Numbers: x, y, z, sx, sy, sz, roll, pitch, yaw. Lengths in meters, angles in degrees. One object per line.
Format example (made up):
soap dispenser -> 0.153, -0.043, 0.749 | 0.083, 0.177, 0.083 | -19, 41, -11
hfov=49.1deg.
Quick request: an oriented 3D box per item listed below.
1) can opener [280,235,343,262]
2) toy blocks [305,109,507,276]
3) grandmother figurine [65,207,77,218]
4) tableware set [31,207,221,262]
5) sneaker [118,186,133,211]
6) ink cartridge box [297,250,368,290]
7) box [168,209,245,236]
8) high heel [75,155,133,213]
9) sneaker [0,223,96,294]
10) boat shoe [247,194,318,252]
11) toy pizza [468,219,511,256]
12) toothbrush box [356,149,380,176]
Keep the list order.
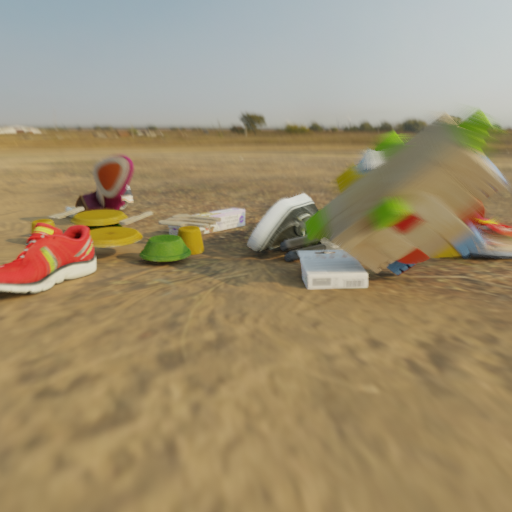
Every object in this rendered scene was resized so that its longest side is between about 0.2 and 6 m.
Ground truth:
can opener -> 1.021, -0.155, 10.477 | 1.619, 0.432, 0.541 | -13, -13, -41
toy blocks -> 2.413, -0.616, 7.989 | 1.931, 2.824, 1.411 | 31, 34, -33
grandmother figurine -> -4.567, -1.206, 14.777 | 0.681, 0.340, 1.123 | -3, 8, 30
tableware set -> -2.706, -0.361, 10.957 | 3.725, 0.572, 2.510 | 6, 17, 19
sneaker -> -4.034, -1.458, 15.544 | 1.347, 0.535, 0.528 | -21, 0, 21
ink cartridge box -> 1.162, 0.201, 8.808 | 0.926, 0.288, 1.151 | -2, 17, -4
box -> -1.075, -0.752, 12.661 | 0.431, 0.402, 2.080 | 12, 18, 40
high heel -> -3.240, -1.718, 13.252 | 1.297, 0.909, 2.697 | -20, -3, -42
sneaker -> -3.320, -0.019, 8.439 | 0.856, 0.943, 2.222 | 5, 15, 22
boat shoe -> 0.725, -0.570, 10.763 | 0.886, 0.900, 2.497 | 40, 34, 10
toy pizza -> 4.137, -0.523, 11.085 | 2.713, 0.430, 2.713 | 6, 14, -2
toothbrush box -> 2.360, -1.306, 11.795 | 0.656, 1.127, 1.539 | 9, -32, -11
